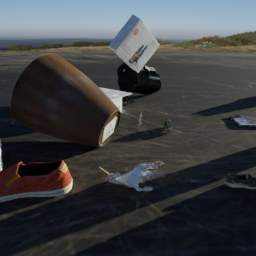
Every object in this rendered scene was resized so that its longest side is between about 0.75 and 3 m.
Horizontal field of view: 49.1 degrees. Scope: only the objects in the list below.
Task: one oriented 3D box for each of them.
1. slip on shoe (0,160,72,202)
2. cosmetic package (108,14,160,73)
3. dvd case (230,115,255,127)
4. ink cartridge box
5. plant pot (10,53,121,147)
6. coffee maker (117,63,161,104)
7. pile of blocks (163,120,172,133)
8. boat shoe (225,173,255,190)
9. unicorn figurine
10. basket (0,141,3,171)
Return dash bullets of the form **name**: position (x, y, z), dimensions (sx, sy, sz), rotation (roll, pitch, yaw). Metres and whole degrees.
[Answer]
- **slip on shoe**: position (-2.511, 1.121, 6.233), dimensions (2.481, 0.759, 0.919), rotation (-4, 22, -7)
- **cosmetic package**: position (0.320, -3.497, 11.888), dimensions (0.544, 1.589, 2.107), rotation (40, 7, 31)
- **dvd case**: position (4.737, -0.285, 11.164), dimensions (0.966, 0.104, 1.299), rotation (1, 20, 2)
- **ink cartridge box**: position (-1.439, -1.110, 12.114), dimensions (2.963, 1.005, 1.706), rotation (15, 24, 35)
- **plant pot**: position (-1.714, -0.602, 8.951), dimensions (2.786, 2.603, 2.603), rotation (28, 28, 14)
- **coffee maker**: position (0.600, -2.300, 14.766), dimensions (1.470, 2.096, 2.182), rotation (11, 7, 41)
- **pile of blocks**: position (1.413, -0.096, 10.239), dimensions (0.277, 0.366, 0.892), rotation (0, 20, 0)
- **boat shoe**: position (2.778, 1.227, 6.576), dimensions (0.960, 0.315, 0.343), rotation (1, 20, 2)
- **unicorn figurine**: position (0.195, 1.135, 6.654), dimensions (1.047, 0.563, 1.525), rotation (1, 2, 33)
- **basket**: position (-3.647, 0.831, 6.937), dimensions (1.012, 0.821, 1.021), rotation (-8, 20, -22)
